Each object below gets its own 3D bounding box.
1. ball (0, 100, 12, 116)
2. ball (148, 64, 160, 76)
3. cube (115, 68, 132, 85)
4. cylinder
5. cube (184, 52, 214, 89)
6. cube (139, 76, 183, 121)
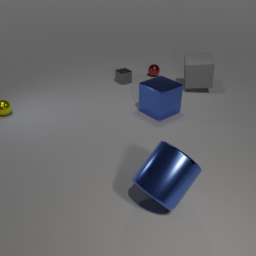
[{"bbox_3d":[-5.580,-0.906,12.520,0.700,0.700,0.700,0,32,0],"label":"ball"},{"bbox_3d":[1.542,-3.433,16.630,0.700,0.700,0.700,0,32,0],"label":"ball"},{"bbox_3d":[-0.248,-2.914,15.792,0.700,0.700,0.700,-18,36,-27],"label":"cube"},{"bbox_3d":[1.067,1.312,7.760,1.400,1.400,1.400,32,82,41],"label":"cylinder"},{"bbox_3d":[3.671,-3.007,14.625,1.400,1.400,1.400,0,38,9],"label":"cube"},{"bbox_3d":[1.446,-1.368,12.604,1.400,1.400,1.400,-23,38,-32],"label":"cube"}]
